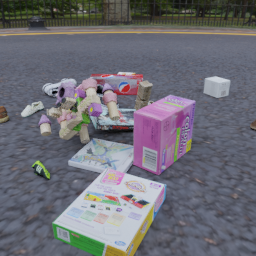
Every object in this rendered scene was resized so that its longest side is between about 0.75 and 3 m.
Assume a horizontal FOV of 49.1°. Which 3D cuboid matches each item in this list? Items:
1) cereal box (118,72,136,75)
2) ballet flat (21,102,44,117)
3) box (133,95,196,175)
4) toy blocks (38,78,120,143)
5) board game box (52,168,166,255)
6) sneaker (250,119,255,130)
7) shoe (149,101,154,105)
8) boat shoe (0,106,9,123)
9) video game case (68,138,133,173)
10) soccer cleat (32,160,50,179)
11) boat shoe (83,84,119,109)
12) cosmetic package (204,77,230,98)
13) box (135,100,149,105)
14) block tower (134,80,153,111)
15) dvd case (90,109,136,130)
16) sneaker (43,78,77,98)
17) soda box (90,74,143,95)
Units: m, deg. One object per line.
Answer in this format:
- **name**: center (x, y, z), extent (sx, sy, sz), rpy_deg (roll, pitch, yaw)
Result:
- **cereal box**: center (-0.127, -3.281, 17.459), extent (1.074, 0.212, 0.773), rpy_deg (6, 26, 11)
- **ballet flat**: center (-4.179, -0.855, 12.168), extent (0.440, 0.440, 1.225), rpy_deg (12, 29, 24)
- **box**: center (1.112, 0.140, 8.500), extent (0.953, 1.734, 1.971), rpy_deg (18, 30, 34)
- **toy blocks**: center (-1.710, -0.858, 8.788), extent (2.196, 2.052, 1.849), rpy_deg (13, 52, -45)
- **board game box**: center (-0.301, 1.855, 6.391), extent (1.728, 0.455, 2.258), rpy_deg (12, 28, 24)
- **sneaker**: center (5.105, -0.305, 10.938), extent (0.423, 0.454, 1.201), rpy_deg (18, 31, 34)
- **shoe**: center (1.295, -0.709, 11.804), extent (0.568, 0.433, 1.624), rpy_deg (-12, 28, -24)
- **boat shoe**: center (-5.847, -0.609, 11.322), extent (1.975, 0.667, 0.711), rpy_deg (0, 25, 0)
- **video game case**: center (-0.678, 0.876, 8.750), extent (1.775, 0.195, 1.618), rpy_deg (9, 27, 20)
- **soccer cleat**: center (-2.463, 1.247, 7.936), extent (0.334, 0.278, 0.824), rpy_deg (-44, 46, -9)
- **boat shoe**: center (-1.423, -1.574, 12.996), extent (1.023, 0.967, 2.852), rpy_deg (-17, 30, -31)
- **cosmetic package**: center (4.510, -2.085, 14.257), extent (0.813, 0.808, 0.972), rpy_deg (-15, 28, -28)
- **box**: center (0.677, -1.073, 12.807), extent (0.450, 0.232, 0.772), rpy_deg (-11, 28, -22)
- **block tower**: center (0.592, -1.218, 10.988), extent (0.385, 1.425, 0.412), rpy_deg (-19, 56, -24)
- **dvd case**: center (-0.254, -0.356, 10.972), extent (2.332, 0.257, 1.703), rpy_deg (-1, 25, -17)
- **sneaker**: center (-3.375, -2.015, 14.326), extent (1.783, 0.670, 1.025), rpy_deg (-18, 31, -23)
- **soda box**: center (-0.584, -2.265, 14.556), extent (2.741, 0.869, 0.960), rpy_deg (2, 26, 1)
